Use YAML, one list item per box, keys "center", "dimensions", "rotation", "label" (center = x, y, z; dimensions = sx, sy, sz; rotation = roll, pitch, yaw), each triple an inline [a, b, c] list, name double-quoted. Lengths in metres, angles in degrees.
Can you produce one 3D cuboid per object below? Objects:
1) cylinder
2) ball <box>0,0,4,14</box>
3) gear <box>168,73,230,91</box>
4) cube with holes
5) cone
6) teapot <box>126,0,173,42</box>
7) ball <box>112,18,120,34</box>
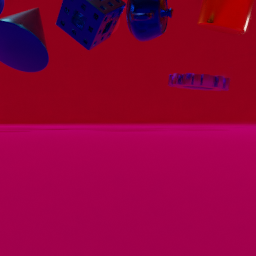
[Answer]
- center: [2.559, -3.198, 7.245]
  dimensions: [1.254, 1.254, 1.254]
  rotation: [11, 16, -3]
  label: "cylinder"
- center: [-2.689, -2.360, 5.090]
  dimensions: [0.810, 0.810, 0.810]
  rotation: [0, 1, 0]
  label: "ball"
- center: [2.184, -1.410, 8.693]
  dimensions: [1.831, 0.339, 1.831]
  rotation: [5, 5, 0]
  label: "gear"
- center: [-0.739, -2.272, 5.580]
  dimensions: [0.859, 0.859, 0.859]
  rotation: [-51, -1, -45]
  label: "cube with holes"
- center: [-2.439, -2.451, 6.817]
  dimensions: [1.534, 1.540, 1.534]
  rotation: [9, -31, 5]
  label: "cone"
- center: [0.544, -2.545, 6.243]
  dimensions: [0.921, 1.170, 1.881]
  rotation: [5, 26, 21]
  label: "teapot"
- center: [-0.655, -2.784, 7.113]
  dimensions: [0.899, 0.899, 0.899]
  rotation: [0, 1, 0]
  label: "ball"
